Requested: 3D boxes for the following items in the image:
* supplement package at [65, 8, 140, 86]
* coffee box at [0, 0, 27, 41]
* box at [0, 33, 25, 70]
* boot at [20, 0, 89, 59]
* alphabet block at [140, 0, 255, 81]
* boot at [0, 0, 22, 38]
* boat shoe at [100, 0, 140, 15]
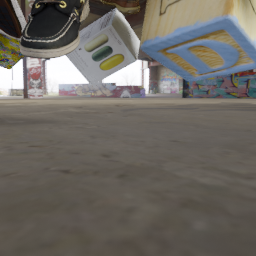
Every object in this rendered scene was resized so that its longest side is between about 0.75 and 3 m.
[{"bbox_3d":[-0.788,-2.627,9.148,1.859,1.411,1.400,-23,36,26],"label":"supplement package"},{"bbox_3d":[-4.169,-3.762,9.032,1.347,2.383,0.951,28,57,36],"label":"coffee box"},{"bbox_3d":[-3.643,-2.233,8.194,0.835,0.529,0.867,-30,-21,26],"label":"box"},{"bbox_3d":[-1.351,-2.809,5.121,1.093,2.249,2.986,7,42,4],"label":"boot"},{"bbox_3d":[1.989,-2.846,6.957,2.396,2.440,2.384,-4,-17,43],"label":"alphabet block"},{"bbox_3d":[-3.068,-3.459,6.820,0.969,1.257,2.593,14,-22,11],"label":"boot"},{"bbox_3d":[-0.244,-3.391,7.049,0.621,0.582,1.725,-21,44,-23],"label":"boat shoe"}]
